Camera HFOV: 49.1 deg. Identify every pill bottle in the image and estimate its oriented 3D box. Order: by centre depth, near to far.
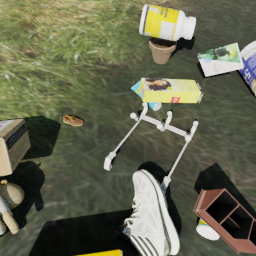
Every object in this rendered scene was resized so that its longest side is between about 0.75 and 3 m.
[{"bbox_3d":[2.356,2.429,7.719,0.621,0.621,1.102,23,56,17],"label":"pill bottle"},{"bbox_3d":[1.391,-3.683,9.929,1.852,1.038,1.038,11,53,2],"label":"pill bottle"},{"bbox_3d":[5.304,-1.863,10.363,1.603,1.603,2.678,-9,53,-7],"label":"pill bottle"}]

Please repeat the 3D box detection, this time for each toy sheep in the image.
[{"bbox_3d":[-3.953,2.324,7.130,2.713,1.871,1.871,-32,59,-30],"label":"toy sheep"}]

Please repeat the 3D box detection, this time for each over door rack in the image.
[{"bbox_3d":[0.838,0.448,9.035,2.109,0.951,2.855,23,56,17],"label":"over door rack"}]

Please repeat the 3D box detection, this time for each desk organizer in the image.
[{"bbox_3d":[2.614,2.363,7.068,1.893,0.729,0.679,44,55,-15],"label":"desk organizer"}]

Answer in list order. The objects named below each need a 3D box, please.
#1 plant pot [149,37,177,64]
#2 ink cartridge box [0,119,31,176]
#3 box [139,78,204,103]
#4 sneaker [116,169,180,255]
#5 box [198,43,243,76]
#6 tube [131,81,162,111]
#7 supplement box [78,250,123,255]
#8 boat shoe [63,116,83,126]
[{"bbox_3d":[1.435,-3.269,11.809,1.149,1.002,1.149,0,52,0],"label":"plant pot"},{"bbox_3d":[-4.570,0.625,8.085,2.863,1.075,2.358,-8,17,-6],"label":"ink cartridge box"},{"bbox_3d":[1.593,-1.374,10.356,2.233,0.560,0.841,-1,45,-15],"label":"box"},{"bbox_3d":[0.283,2.240,7.475,1.429,0.937,2.484,-5,51,-23],"label":"sneaker"},{"bbox_3d":[2.865,-2.087,8.670,1.176,0.849,0.214,-9,45,31],"label":"box"},{"bbox_3d":[0.723,-1.264,10.709,0.572,0.372,1.477,-34,56,-5],"label":"tube"},{"bbox_3d":[-1.380,3.797,6.119,2.760,1.511,1.502,-6,54,-4],"label":"supplement box"},{"bbox_3d":[-1.968,-0.267,9.998,0.761,0.257,0.274,13,54,10],"label":"boat shoe"}]
